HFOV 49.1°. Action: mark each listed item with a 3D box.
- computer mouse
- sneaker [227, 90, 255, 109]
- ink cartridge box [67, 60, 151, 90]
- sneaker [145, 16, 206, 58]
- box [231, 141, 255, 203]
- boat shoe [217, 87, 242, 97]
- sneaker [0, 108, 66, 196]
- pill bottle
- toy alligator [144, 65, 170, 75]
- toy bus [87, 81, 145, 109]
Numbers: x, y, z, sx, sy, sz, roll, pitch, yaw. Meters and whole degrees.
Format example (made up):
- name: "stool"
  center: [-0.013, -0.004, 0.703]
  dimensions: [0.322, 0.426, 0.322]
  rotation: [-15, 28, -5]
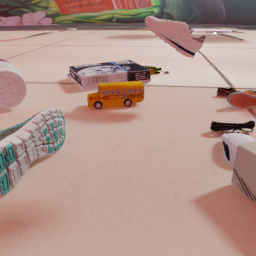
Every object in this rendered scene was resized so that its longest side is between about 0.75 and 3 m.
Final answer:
- name: "computer mouse"
  center: [2.422, 0.238, 6.099]
  dimensions: [1.063, 0.425, 1.938]
  rotation: [5, 24, 8]
- name: "sneaker"
  center: [3.628, -0.899, 8.618]
  dimensions: [1.441, 0.514, 0.576]
  rotation: [1, 20, -13]
- name: "ink cartridge box"
  center: [-0.920, -2.334, 11.648]
  dimensions: [2.825, 0.619, 2.851]
  rotation: [-11, 25, -22]
- name: "sneaker"
  center: [1.329, -2.789, 8.077]
  dimensions: [1.847, 0.743, 0.706]
  rotation: [36, 30, 8]
- name: "box"
  center: [2.616, 1.001, 3.925]
  dimensions: [0.966, 0.804, 2.352]
  rotation: [-8, 25, -17]
- name: "boat shoe"
  center: [3.490, -1.210, 9.470]
  dimensions: [0.939, 0.330, 0.330]
  rotation: [3, 22, 3]
- name: "sneaker"
  center: [-2.203, 0.251, 5.487]
  dimensions: [1.183, 1.006, 2.594]
  rotation: [5, 23, 20]
- name: "pill bottle"
  center: [-4.094, -1.497, 8.856]
  dimensions: [1.347, 1.347, 2.459]
  rotation: [-15, 28, -30]
- name: "toy alligator"
  center: [1.070, -2.618, 12.535]
  dimensions: [1.601, 0.385, 0.530]
  rotation: [-3, 25, -6]
- name: "toy bus"
  center: [-0.384, -1.026, 8.616]
  dimensions: [1.722, 0.674, 0.560]
  rotation: [-6, 25, -13]
